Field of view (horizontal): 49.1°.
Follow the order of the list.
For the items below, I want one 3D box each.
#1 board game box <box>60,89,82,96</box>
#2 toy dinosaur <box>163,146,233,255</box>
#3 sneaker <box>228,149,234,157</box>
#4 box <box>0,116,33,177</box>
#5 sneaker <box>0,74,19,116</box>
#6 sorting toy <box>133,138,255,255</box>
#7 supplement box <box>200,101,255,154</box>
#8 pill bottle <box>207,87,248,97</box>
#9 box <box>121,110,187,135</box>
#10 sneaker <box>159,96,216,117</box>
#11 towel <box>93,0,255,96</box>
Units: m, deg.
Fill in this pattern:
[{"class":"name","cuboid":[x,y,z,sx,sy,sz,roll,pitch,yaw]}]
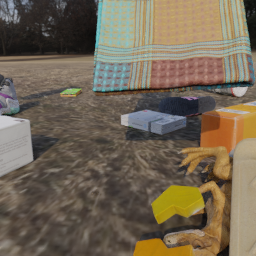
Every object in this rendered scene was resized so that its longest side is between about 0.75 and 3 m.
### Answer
[{"class":"board game box","cuboid":[-2.598,-1.623,12.839,0.675,0.212,1.413,0,14,3]},{"class":"toy dinosaur","cuboid":[1.592,0.571,3.524,2.993,0.904,1.590,-38,25,-16]},{"class":"sneaker","cuboid":[2.340,0.606,3.680,0.884,0.969,2.365,-9,18,-29]},{"class":"box","cuboid":[-2.605,0.310,4.951,1.270,0.834,1.277,8,18,26]},{"class":"sneaker","cuboid":[-4.090,-1.053,8.308,0.887,1.595,2.281,1,16,4]},{"class":"sorting toy","cuboid":[1.477,0.885,2.532,2.695,0.361,2.008,-3,40,25]},{"class":"supplement box","cuboid":[2.745,-0.072,6.291,2.545,0.847,0.875,-11,16,-35]},{"class":"pill bottle","cuboid":[4.433,-2.002,12.735,0.969,0.969,1.701,-10,19,-31]},{"class":"box","cuboid":[0.692,-0.193,7.690,1.434,0.295,1.118,15,22,40]},{"class":"sneaker","cuboid":[1.800,-0.666,9.000,1.908,0.670,0.783,-2,-1,-15]},{"class":"towel","cuboid":[0.565,-1.799,4.061,2.104,2.869,0.311,-3,-24,11]}]
